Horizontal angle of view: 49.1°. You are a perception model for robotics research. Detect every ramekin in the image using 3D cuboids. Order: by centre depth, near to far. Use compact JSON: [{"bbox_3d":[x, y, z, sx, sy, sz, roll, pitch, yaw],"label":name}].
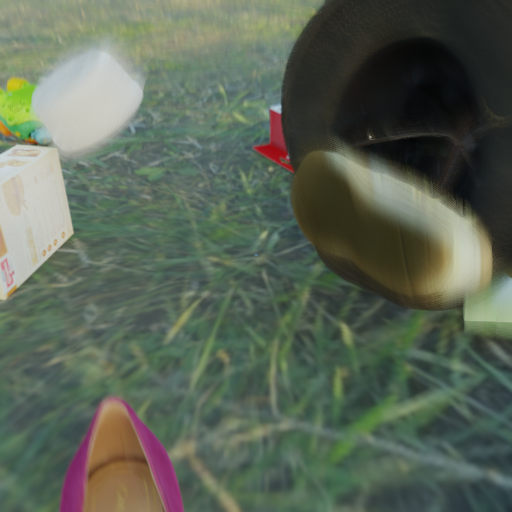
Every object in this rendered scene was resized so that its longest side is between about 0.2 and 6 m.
[{"bbox_3d":[-2.250,-2.068,7.308,1.359,0.713,1.359,-20,40,18],"label":"ramekin"}]

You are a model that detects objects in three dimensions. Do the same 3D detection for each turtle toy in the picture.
[{"bbox_3d":[-4.605,-3.067,11.968,1.635,1.134,2.244,14,31,8],"label":"turtle toy"}]

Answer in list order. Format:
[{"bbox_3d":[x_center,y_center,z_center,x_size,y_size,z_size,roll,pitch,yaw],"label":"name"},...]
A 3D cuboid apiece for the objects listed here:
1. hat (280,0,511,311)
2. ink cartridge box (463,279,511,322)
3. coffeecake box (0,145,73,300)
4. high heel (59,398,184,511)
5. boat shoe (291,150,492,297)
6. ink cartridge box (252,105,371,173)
[{"bbox_3d":[2.077,-1.421,6.710,1.596,3.957,3.957,-13,32,-37],"label":"hat"},{"bbox_3d":[2.969,0.484,6.633,0.949,0.313,1.304,-1,7,22],"label":"ink cartridge box"},{"bbox_3d":[-3.250,-0.505,7.433,0.658,1.383,1.802,6,31,10],"label":"coffeecake box"},{"bbox_3d":[-0.646,2.199,2.811,1.014,1.446,3.007,-11,32,-17],"label":"high heel"},{"bbox_3d":[1.242,-0.352,5.772,0.887,0.989,2.673,7,25,-29],"label":"boat shoe"},{"bbox_3d":[1.155,-2.356,11.076,1.781,0.850,2.028,-19,36,-27],"label":"ink cartridge box"}]
